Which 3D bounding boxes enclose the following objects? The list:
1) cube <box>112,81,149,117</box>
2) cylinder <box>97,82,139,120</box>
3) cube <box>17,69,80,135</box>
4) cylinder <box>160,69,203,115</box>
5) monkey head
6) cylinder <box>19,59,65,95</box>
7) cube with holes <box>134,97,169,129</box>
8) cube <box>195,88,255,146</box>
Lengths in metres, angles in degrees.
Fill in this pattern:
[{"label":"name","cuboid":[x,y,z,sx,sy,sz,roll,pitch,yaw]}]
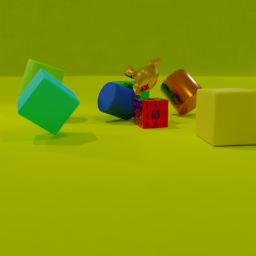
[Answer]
[{"label":"cube","cuboid":[0.069,-1.170,11.002,1.287,1.287,1.287,-2,12,-9]},{"label":"cylinder","cuboid":[-0.329,-0.914,9.585,1.067,1.067,1.067,17,-1,-37]},{"label":"cube","cuboid":[-2.075,-0.684,7.243,1.091,1.091,1.091,36,6,-30]},{"label":"cylinder","cuboid":[2.112,-1.386,10.810,1.283,1.283,1.283,-11,57,-43]},{"label":"monkey head","cuboid":[0.437,-1.742,9.349,1.096,1.524,0.918,35,-15,-11]},{"label":"cylinder","cuboid":[-3.036,-1.602,9.903,1.286,1.286,1.286,20,7,-3]},{"label":"cube with holes","cuboid":[0.709,-0.486,8.774,0.834,0.834,0.834,-4,12,-17]},{"label":"cube","cuboid":[2.465,-0.321,6.895,1.229,1.229,1.229,-2,12,-6]}]
